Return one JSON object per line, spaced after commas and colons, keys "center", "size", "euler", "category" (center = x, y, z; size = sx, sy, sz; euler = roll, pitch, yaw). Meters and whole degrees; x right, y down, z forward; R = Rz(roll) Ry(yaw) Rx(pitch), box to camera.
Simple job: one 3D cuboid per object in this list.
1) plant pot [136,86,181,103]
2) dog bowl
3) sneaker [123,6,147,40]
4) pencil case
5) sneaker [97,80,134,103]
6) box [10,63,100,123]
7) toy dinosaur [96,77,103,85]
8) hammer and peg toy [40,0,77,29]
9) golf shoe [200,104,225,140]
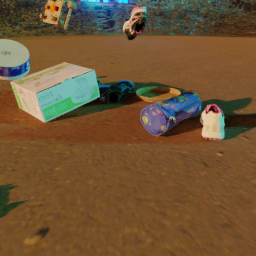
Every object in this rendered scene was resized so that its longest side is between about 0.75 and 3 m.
{"center": [1.515, -1.679, 14.136], "size": [2.247, 0.309, 2.247], "euler": [0, 23, 0], "category": "plant pot"}
{"center": [-2.941, -1.668, 6.797], "size": [1.056, 0.416, 1.056], "euler": [11, 50, -13], "category": "dog bowl"}
{"center": [0.208, -2.955, 8.287], "size": [0.529, 0.569, 1.317], "euler": [-6, -15, -13], "category": "sneaker"}
{"center": [1.733, -0.620, 10.591], "size": [1.247, 1.120, 2.871], "euler": [0, 17, 44], "category": "pencil case"}
{"center": [-0.455, -1.679, 13.589], "size": [2.580, 0.905, 1.005], "euler": [-20, 47, -42], "category": "sneaker"}
{"center": [-3.150, -1.713, 12.250], "size": [2.852, 1.379, 2.517], "euler": [-31, 37, -33], "category": "box"}
{"center": [-2.041, -2.390, 14.660], "size": [1.938, 1.458, 2.855], "euler": [4, 0, -32], "category": "toy dinosaur"}
{"center": [-1.459, -2.428, 5.769], "size": [0.865, 0.636, 0.305], "euler": [28, 14, 40], "category": "hammer and peg toy"}
{"center": [3.150, -0.437, 10.265], "size": [0.911, 1.107, 2.419], "euler": [3, 22, 9], "category": "golf shoe"}
